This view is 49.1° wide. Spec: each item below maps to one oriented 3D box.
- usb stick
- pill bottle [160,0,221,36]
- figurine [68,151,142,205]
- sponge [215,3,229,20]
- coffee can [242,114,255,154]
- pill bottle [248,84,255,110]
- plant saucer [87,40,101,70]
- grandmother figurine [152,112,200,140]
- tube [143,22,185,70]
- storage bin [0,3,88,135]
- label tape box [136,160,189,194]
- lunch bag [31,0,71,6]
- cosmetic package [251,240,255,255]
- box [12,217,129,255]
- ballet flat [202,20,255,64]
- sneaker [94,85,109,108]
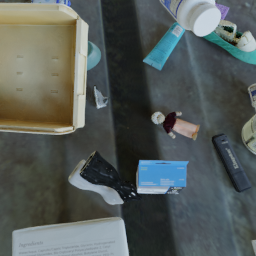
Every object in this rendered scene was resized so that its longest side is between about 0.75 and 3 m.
[{"bbox_3d":[3.263,1.084,8.883,0.537,0.316,1.938,-18,69,-7],"label":"usb stick"},{"bbox_3d":[1.620,-3.272,7.388,1.042,1.042,1.859,-21,56,-8],"label":"pill bottle"},{"bbox_3d":[-0.387,0.937,4.623,1.021,1.047,0.451,38,59,-11],"label":"figurine"},{"bbox_3d":[3.072,-4.762,11.287,1.746,0.260,0.974,27,71,10],"label":"sponge"},{"bbox_3d":[4.475,-0.053,8.486,1.386,1.894,1.386,0,68,0],"label":"coffee can"},{"bbox_3d":[4.494,-1.018,9.626,0.521,0.521,0.939,-4,68,-1],"label":"pill bottle"},{"bbox_3d":[-1.906,-2.709,10.116,1.839,0.331,1.839,0,52,0],"label":"plant saucer"},{"bbox_3d":[1.551,-0.153,9.322,1.586,0.480,0.961,19,60,5],"label":"grandmother figurine"},{"bbox_3d":[1.425,-3.089,10.525,0.775,0.504,2.001,30,76,21],"label":"tube"},{"bbox_3d":[-2.596,-1.405,7.035,2.886,1.362,2.907,4,95,9],"label":"storage bin"},{"bbox_3d":[0.912,1.437,7.919,1.318,1.828,0.578,1,68,0],"label":"label tape box"},{"bbox_3d":[-3.045,-4.757,11.076,1.449,0.683,1.808,2,69,-1],"label":"lunch bag"},{"bbox_3d":[3.835,3.558,7.895,0.400,0.291,0.787,-10,69,-4],"label":"cosmetic package"},{"bbox_3d":[-1.182,3.411,6.752,2.480,2.468,2.125,-5,69,-2],"label":"box"},{"bbox_3d":[3.914,-3.275,10.313,2.694,0.948,0.907,33,71,12],"label":"ballet flat"},{"bbox_3d":[-0.923,-1.111,9.809,0.490,0.319,0.849,-8,78,-9],"label":"sneaker"}]
